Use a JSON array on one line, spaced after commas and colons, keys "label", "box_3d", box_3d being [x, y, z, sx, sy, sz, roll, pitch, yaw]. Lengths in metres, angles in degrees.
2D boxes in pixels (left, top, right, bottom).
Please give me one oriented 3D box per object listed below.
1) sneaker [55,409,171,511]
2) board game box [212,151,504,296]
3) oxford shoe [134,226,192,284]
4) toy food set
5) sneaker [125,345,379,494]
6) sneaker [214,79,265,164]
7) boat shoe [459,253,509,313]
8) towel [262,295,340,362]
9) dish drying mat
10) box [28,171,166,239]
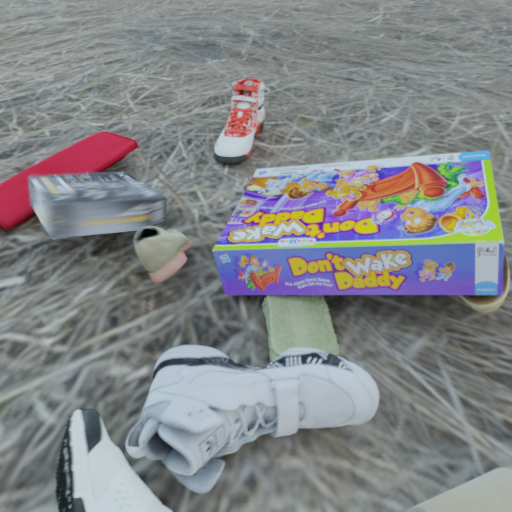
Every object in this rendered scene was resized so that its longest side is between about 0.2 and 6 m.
[{"label": "sneaker", "box_3d": [-1.689, 3.048, 6.712, 1.168, 1.076, 2.920, 1, 34, -29]}, {"label": "board game box", "box_3d": [1.944, -0.633, 10.479, 4.713, 1.055, 3.169, -2, 35, 18]}, {"label": "oxford shoe", "box_3d": [-1.805, -0.266, 10.640, 0.857, 0.894, 2.421, -37, 15, 0]}, {"label": "toy food set", "box_3d": [2.951, 3.517, 6.308, 1.571, 0.661, 2.189, -7, 36, -30]}, {"label": "sneaker", "box_3d": [-0.062, 2.156, 7.384, 3.255, 1.223, 1.871, 3, 26, 13]}, {"label": "sneaker", "box_3d": [-0.471, -3.851, 15.497, 1.027, 1.648, 3.076, 9, 37, 12]}, {"label": "boat shoe", "box_3d": [3.989, 0.206, 10.395, 1.030, 0.927, 2.854, -15, 30, 12]}, {"label": "towel", "box_3d": [0.753, 1.200, 9.667, 1.205, 0.296, 1.624, -3, 36, -4]}, {"label": "dish drying mat", "box_3d": [-4.883, -1.955, 13.732, 1.610, 0.381, 4.192, 22, 47, 27]}, {"label": "box", "box_3d": [-3.372, -1.135, 11.660, 2.225, 0.679, 2.810, -9, 22, -28]}]
